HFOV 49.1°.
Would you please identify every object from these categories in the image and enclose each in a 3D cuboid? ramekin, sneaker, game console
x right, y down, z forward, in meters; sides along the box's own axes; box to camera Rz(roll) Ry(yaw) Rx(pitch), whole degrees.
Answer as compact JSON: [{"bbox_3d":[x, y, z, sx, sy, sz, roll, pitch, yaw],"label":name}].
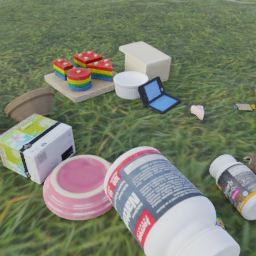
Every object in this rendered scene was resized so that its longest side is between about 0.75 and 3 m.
[{"bbox_3d":[0.120,-1.734,11.480,1.404,0.684,1.404,0,34,0],"label":"ramekin"},{"bbox_3d":[2.483,-0.556,10.083,0.453,0.326,0.867,7,30,6],"label":"sneaker"},{"bbox_3d":[1.222,-1.297,10.777,0.828,1.194,1.399,-4,23,47],"label":"game console"},{"bbox_3d":[3.476,1.207,7.516,0.507,0.473,1.342,-13,29,20],"label":"sneaker"}]

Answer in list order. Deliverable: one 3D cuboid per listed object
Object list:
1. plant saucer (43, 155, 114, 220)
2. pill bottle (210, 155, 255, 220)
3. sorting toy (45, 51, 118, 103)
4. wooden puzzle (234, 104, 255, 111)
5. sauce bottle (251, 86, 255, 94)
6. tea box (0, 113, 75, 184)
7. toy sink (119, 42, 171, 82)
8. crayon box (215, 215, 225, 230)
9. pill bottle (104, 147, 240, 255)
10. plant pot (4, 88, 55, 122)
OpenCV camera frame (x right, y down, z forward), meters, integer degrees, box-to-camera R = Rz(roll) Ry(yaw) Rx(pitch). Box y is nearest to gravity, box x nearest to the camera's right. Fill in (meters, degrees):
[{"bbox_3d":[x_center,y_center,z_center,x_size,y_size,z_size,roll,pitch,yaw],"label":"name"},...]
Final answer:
[{"bbox_3d":[-1.141,1.357,7.121,2.035,0.516,2.035,-1,34,0],"label":"plant saucer"},{"bbox_3d":[2.702,1.376,6.778,0.881,0.881,1.515,-12,35,-17],"label":"pill bottle"},{"bbox_3d":[-1.840,-2.414,12.225,2.736,0.952,2.719,-25,42,-32],"label":"sorting toy"},{"bbox_3d":[4.418,-0.775,10.618,0.825,0.096,0.556,6,30,8],"label":"wooden puzzle"},{"bbox_3d":[5.365,-1.459,11.443,0.287,0.287,0.888,-11,36,-16],"label":"sauce bottle"},{"bbox_3d":[-2.555,0.518,7.888,1.482,1.007,1.507,17,39,24],"label":"tea box"},{"bbox_3d":[0.686,-2.903,12.750,1.394,1.198,2.139,-22,45,-29],"label":"toy sink"},{"bbox_3d":[1.699,2.185,6.183,0.783,0.202,0.492,-2,34,-2],"label":"crayon box"},{"bbox_3d":[0.775,1.720,5.624,1.605,1.605,2.684,-18,38,-24],"label":"pill bottle"},{"bbox_3d":[-3.064,-0.589,9.176,1.657,1.657,0.765,-29,88,-35],"label":"plant pot"}]
